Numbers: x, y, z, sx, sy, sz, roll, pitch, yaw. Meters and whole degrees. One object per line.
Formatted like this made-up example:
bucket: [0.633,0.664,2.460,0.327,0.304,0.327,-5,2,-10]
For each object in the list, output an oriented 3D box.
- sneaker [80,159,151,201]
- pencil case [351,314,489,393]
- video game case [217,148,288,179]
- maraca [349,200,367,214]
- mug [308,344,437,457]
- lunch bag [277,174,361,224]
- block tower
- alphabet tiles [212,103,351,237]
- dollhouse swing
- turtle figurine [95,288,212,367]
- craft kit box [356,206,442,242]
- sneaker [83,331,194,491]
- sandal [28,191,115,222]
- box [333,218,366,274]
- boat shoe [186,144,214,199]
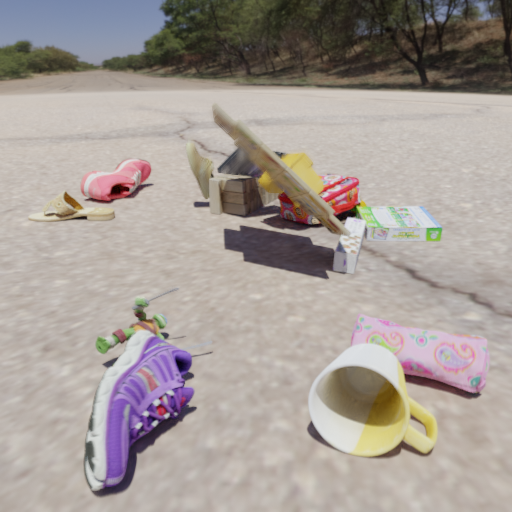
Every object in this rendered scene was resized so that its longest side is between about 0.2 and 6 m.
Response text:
sneaker: [-3.678,-2.010,15.688,1.049,0.891,2.418,26,36,26]
pencil case: [2.045,1.249,7.176,1.743,0.762,0.762,8,23,22]
video game case: [0.046,-2.183,13.309,1.619,0.154,1.156,2,-19,-31]
maraca: [2.524,-1.213,13.968,0.471,0.368,0.687,2,20,15]
mug: [1.268,1.599,6.253,1.044,1.303,1.070,-27,2,22]
lunch bag: [1.619,-1.365,13.556,1.855,0.760,1.634,-29,31,-33]
block tower: [0.029,-1.941,15.091,0.979,0.915,3.387,11,24,28]
alphabet tiles: [0.419,-1.527,10.487,3.296,0.104,2.743,43,1,-5]
dollhouse swing: [0.823,-1.659,12.700,1.030,0.906,0.936,-45,27,-20]
turtle figurine: [-1.461,1.015,7.508,1.196,0.861,1.160,3,26,35]
craft kit box: [3.209,-0.756,12.821,1.623,0.399,1.644,3,21,1]
sneaker: [-1.208,1.578,6.166,0.947,0.916,2.271,15,26,1]
sandal: [-4.506,-1.257,13.634,2.097,0.690,0.769,1,21,2]
box: [1.910,-0.242,11.347,0.416,0.446,2.152,10,24,12]
boat shoe: [-1.312,-2.193,14.149,0.539,1.624,0.601,-17,44,5]
